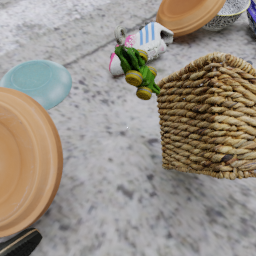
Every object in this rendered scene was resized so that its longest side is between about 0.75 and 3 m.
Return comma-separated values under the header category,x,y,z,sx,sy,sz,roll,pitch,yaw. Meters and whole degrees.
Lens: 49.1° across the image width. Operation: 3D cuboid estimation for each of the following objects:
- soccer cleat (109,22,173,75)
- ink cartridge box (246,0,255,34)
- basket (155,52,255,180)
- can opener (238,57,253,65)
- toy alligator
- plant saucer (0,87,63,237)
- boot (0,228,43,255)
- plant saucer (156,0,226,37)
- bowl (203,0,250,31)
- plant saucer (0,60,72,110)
category,x,y,z,sx,sy,sz,roll,pitch,yaw
soccer cleat,0.552,-2.786,9.857,1.294,1.047,2.997,28,58,19
ink cartridge box,4.897,-4.134,10.720,0.287,1.323,1.311,-23,52,18
basket,1.763,-0.181,5.133,1.818,2.548,1.898,-4,86,-15
can opener,3.498,-1.622,9.136,0.656,0.822,2.458,26,58,18
toy alligator,0.063,-0.886,3.993,0.360,1.500,0.497,1,63,29
plant saucer,-2.533,0.603,5.112,2.769,0.447,2.769,-1,86,14
boot,-3.133,2.543,6.147,2.107,0.816,1.457,-32,55,-22
plant saucer,2.289,-4.792,10.723,2.906,0.544,2.906,-21,50,28
bowl,3.469,-4.677,11.192,2.383,1.118,2.383,0,54,0
plant saucer,-3.149,-1.583,9.335,2.514,0.484,2.514,0,54,-1
